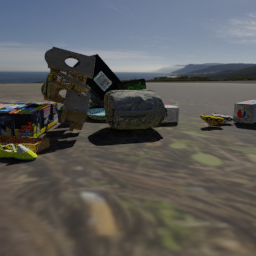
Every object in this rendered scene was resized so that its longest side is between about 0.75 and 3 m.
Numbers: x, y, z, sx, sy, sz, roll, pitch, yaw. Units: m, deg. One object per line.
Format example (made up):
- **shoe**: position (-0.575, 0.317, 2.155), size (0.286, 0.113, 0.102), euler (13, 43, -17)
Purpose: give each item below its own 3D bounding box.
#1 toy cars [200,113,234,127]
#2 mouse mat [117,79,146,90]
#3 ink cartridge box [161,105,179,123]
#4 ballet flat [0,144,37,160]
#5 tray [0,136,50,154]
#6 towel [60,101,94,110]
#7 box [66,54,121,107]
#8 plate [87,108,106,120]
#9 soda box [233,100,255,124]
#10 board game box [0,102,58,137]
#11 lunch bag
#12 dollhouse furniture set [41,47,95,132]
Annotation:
- **toy cars**: position (2.660, -0.228, 8.412), size (0.613, 0.303, 1.368), euler (21, 18, 39)
- **mouse mat**: position (0.134, -1.073, 8.370), size (0.862, 0.693, 0.032), euler (-10, 13, 2)
- **ink cartridge box**: position (0.941, -0.467, 9.059), size (1.180, 0.489, 0.866), euler (-3, 11, -14)
- **ballet flat**: position (-2.036, 0.424, 5.081), size (0.794, 0.266, 0.265), euler (3, 11, 12)
- **tray**: position (-2.255, 0.334, 5.711), size (1.150, 0.213, 0.567), euler (2, 11, 12)
- **towel**: position (-2.228, -0.959, 12.457), size (1.226, 0.252, 1.643), euler (-1, 13, 4)
- **box**: position (-1.465, -2.102, 12.755), size (1.305, 2.118, 2.101), euler (-47, 25, -10)
- **plate**: position (-0.679, -0.488, 9.864), size (1.866, 0.238, 1.866), euler (-1, 11, 0)
- **soda box**: position (4.096, -0.562, 9.220), size (0.576, 0.619, 1.815), euler (10, 15, 41)
- **board game box**: position (-3.161, -0.265, 7.501), size (2.034, 0.698, 2.461), euler (1, 11, -2)
- **lunch bag**: position (0.144, -0.495, 7.653), size (1.548, 1.079, 1.299), euler (-4, 10, -16)
- **dollhouse furniture set**: position (-1.901, -0.611, 7.894), size (1.307, 2.351, 2.080), euler (12, 53, -14)
